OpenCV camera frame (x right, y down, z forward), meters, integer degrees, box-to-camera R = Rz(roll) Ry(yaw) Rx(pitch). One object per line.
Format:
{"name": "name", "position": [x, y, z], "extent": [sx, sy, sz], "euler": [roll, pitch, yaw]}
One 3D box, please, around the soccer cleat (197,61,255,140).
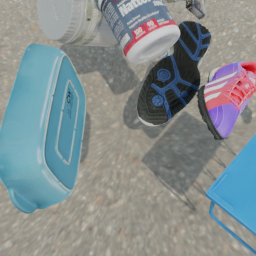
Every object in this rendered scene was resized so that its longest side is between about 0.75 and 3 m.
{"name": "soccer cleat", "position": [1.536, -0.528, 4.141], "extent": [0.728, 0.679, 1.990], "euler": [-22, 18, 33]}

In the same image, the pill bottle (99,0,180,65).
{"name": "pill bottle", "position": [0.080, -2.140, 5.029], "extent": [1.043, 1.043, 1.744], "euler": [-27, 84, -17]}

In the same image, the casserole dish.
{"name": "casserole dish", "position": [-0.813, -0.065, 3.087], "extent": [0.380, 1.186, 1.959], "euler": [-6, 55, 9]}

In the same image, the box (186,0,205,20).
{"name": "box", "position": [1.997, -3.758, 8.233], "extent": [0.694, 0.212, 0.877], "euler": [18, 70, -40]}

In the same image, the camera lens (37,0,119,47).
{"name": "camera lens", "position": [-0.916, -2.751, 6.621], "extent": [1.953, 1.562, 1.562], "euler": [-14, 51, -44]}

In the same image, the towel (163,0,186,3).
{"name": "towel", "position": [1.138, -3.486, 6.348], "extent": [2.555, 1.877, 0.304], "euler": [5, 84, 28]}

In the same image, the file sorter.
{"name": "file sorter", "position": [2.184, 0.691, 3.487], "extent": [2.081, 1.277, 1.444], "euler": [-44, 61, -13]}

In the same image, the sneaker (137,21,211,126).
{"name": "sneaker", "position": [1.032, -1.082, 6.190], "extent": [1.066, 1.085, 2.815], "euler": [30, 62, 5]}
